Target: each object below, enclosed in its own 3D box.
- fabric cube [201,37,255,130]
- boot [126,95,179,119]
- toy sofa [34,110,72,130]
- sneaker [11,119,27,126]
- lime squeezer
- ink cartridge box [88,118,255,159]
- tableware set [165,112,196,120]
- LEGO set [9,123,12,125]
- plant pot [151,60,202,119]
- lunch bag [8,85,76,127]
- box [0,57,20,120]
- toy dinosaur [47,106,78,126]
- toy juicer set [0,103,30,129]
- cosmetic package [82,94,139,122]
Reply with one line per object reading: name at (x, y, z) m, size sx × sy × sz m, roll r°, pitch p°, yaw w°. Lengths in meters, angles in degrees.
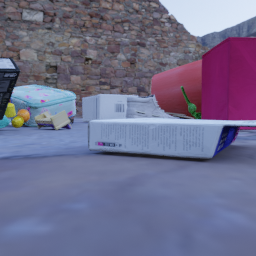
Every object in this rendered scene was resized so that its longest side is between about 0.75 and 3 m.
fabric cube at (3.834, -1.244, 8.743) m, size 2.524 × 2.516 × 2.476 m, roll 0°, pitch 2°, yaw -2°
boot at (0.831, -0.478, 8.210) m, size 2.093 × 1.000 × 0.770 m, roll -2°, pitch 3°, yaw -40°
toy sofa at (-2.115, -0.142, 7.858) m, size 0.478 × 0.563 × 1.154 m, roll -33°, pitch 23°, yaw -36°
sneaker at (-3.893, -0.270, 10.658) m, size 1.077 × 0.421 × 0.416 m, roll 1°, pitch -8°, yaw -27°
lime squeezer at (2.581, -0.652, 10.444) m, size 2.093 × 0.395 × 0.739 m, roll 43°, pitch -14°, yaw 3°
ink cartridge box at (0.694, 0.070, 3.120) m, size 1.669 × 0.361 × 1.638 m, roll 4°, pitch 4°, yaw 27°
tableware set at (1.680, -0.285, 10.991) m, size 2.135 × 0.428 × 1.411 m, roll 10°, pitch -3°, yaw 43°
LEGO set at (-5.320, -0.179, 11.720) m, size 1.022 × 0.251 × 0.763 m, roll 12°, pitch 5°, yaw 13°
plant pot at (2.518, -1.473, 12.447) m, size 2.601 × 2.940 × 2.940 m, roll -5°, pitch 1°, yaw 20°
lunch bag at (-3.318, -0.948, 10.352) m, size 2.634 × 1.015 × 2.112 m, roll 18°, pitch 28°, yaw 33°
box at (-3.494, -0.726, 5.848) m, size 2.046 × 0.445 × 1.639 m, roll -13°, pitch -31°, yaw -47°
toy dinosaur at (-2.822, -0.497, 11.789) m, size 1.241 × 0.786 × 1.831 m, roll -2°, pitch -1°, yaw -21°
toy juicer set at (-3.303, -0.110, 7.223) m, size 1.106 × 0.473 × 1.739 m, roll 18°, pitch 26°, yaw 18°
cosmetic package at (-1.019, -1.041, 15.713) m, size 2.390 × 1.474 × 2.398 m, roll -1°, pitch 3°, yaw -30°
